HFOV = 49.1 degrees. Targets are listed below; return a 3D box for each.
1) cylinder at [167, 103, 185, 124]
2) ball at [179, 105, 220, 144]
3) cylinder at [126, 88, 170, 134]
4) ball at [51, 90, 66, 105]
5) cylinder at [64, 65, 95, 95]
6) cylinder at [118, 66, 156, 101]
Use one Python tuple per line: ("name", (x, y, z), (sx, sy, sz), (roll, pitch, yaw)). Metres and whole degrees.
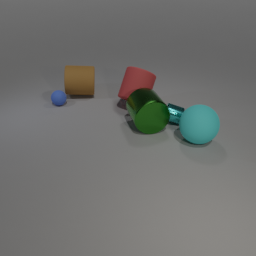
("cylinder", (1.851, -0.585, 11.361), (0.700, 0.700, 0.700), (19, 31, 3))
("ball", (2.528, -0.131, 9.944), (1.400, 1.400, 1.400), (0, 29, 0))
("cylinder", (0.758, -0.689, 10.972), (1.400, 1.400, 1.400), (-7, 30, -12))
("ball", (-3.211, -1.398, 12.980), (0.700, 0.700, 0.700), (0, 29, 0))
("cylinder", (-2.348, -2.333, 13.706), (1.400, 1.400, 1.400), (0, 29, -8))
("cylinder", (0.405, -1.867, 12.613), (1.400, 1.400, 1.400), (18, 1, 0))
